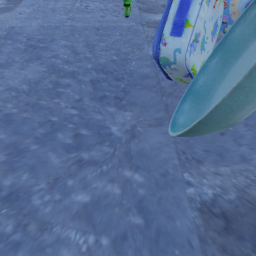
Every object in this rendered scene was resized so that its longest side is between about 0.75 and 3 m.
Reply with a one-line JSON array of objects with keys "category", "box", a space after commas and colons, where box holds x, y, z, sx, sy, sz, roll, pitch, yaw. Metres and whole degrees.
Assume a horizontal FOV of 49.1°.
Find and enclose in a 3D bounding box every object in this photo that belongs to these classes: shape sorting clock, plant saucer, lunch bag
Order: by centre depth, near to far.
[{"category": "plant saucer", "box": [1.277, -0.759, 3.031, 0.416, 2.312, 2.312, 34, 42, -2]}, {"category": "lunch bag", "box": [1.373, -2.245, 6.160, 0.948, 2.300, 1.849, 17, -1, 24]}, {"category": "shape sorting clock", "box": [3.090, -3.107, 7.156, 1.844, 1.844, 0.362, 1, 16, 1]}]

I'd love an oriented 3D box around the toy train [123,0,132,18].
[{"category": "toy train", "box": [-0.028, -4.121, 9.127, 0.319, 1.529, 0.431, 2, 80, 1]}]
